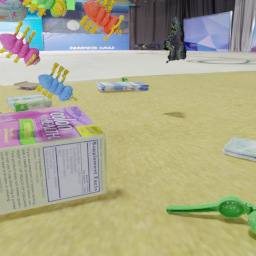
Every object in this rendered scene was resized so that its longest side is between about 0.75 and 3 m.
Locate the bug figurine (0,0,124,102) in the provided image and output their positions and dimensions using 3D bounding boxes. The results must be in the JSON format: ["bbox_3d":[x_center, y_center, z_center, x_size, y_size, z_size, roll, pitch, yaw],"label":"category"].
[{"bbox_3d":[-0.918,-1.154,3.731,1.325,1.709,0.440,29,18,-27],"label":"bug figurine"}]

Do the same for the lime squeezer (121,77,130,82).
[{"bbox_3d":[-0.143,-2.445,14.351,0.419,0.224,1.188,28,11,-16],"label":"lime squeezer"}]

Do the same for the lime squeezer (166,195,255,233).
[{"bbox_3d":[1.351,1.102,3.304,1.769,0.334,0.625,18,25,41],"label":"lime squeezer"}]

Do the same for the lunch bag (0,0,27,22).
[{"bbox_3d":[-3.680,-3.620,7.250,1.957,1.569,0.754,-3,-7,-18],"label":"lunch bag"}]

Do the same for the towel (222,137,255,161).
[{"bbox_3d":[2.364,0.423,5.577,0.804,0.194,0.688,12,25,33],"label":"towel"}]

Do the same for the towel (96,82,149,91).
[{"bbox_3d":[-0.299,-1.851,12.377,2.164,0.258,1.589,-3,16,-15],"label":"towel"}]

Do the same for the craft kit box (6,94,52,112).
[{"bbox_3d":[-3.310,-0.860,9.353,1.180,0.286,1.166,-13,20,-33],"label":"craft kit box"}]

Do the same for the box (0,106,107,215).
[{"bbox_3d":[-1.539,0.383,4.425,1.997,0.965,1.756,-6,19,-20],"label":"box"}]

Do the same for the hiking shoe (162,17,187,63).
[{"bbox_3d":[1.259,-2.542,8.018,0.682,1.354,0.513,-10,-17,24],"label":"hiking shoe"}]

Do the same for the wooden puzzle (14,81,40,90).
[{"bbox_3d":[-4.417,-1.879,12.525,0.994,0.230,0.921,12,22,20],"label":"wooden puzzle"}]
